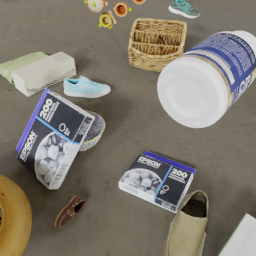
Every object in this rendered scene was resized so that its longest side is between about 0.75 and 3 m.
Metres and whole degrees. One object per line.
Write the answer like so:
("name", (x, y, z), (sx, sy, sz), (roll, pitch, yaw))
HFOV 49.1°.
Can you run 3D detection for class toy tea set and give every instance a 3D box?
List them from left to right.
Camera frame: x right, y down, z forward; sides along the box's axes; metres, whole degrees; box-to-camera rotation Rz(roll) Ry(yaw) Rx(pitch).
("toy tea set", (-0.256, -2.627, 5.831), (1.306, 0.777, 0.483), (-24, 25, 27))

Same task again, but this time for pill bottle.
("pill bottle", (1.657, -1.053, 5.251), (1.251, 1.251, 2.253), (27, 46, 28))

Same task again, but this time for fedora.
("fedora", (-3.080, 2.031, 4.874), (2.861, 1.167, 2.861), (1, 41, -1))

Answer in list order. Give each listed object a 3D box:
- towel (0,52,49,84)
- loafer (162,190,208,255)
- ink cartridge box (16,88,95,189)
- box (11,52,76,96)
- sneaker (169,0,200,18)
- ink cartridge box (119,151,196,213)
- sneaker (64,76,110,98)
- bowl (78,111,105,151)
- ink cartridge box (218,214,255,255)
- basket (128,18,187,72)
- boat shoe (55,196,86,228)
("towel", (-3.825, -2.351, 10.673), (2.026, 0.370, 1.503), (-33, 49, -32))
("loafer", (1.135, 1.947, 5.395), (0.719, 0.638, 1.892), (12, 42, 14))
("ink cartridge box", (-1.961, 0.151, 6.793), (1.926, 1.908, 0.418), (30, 6, 31))
("box", (-2.926, -1.951, 9.933), (2.088, 0.714, 0.858), (-33, 50, -32))
("sneaker", (2.054, -4.310, 10.014), (1.143, 0.521, 0.443), (16, 47, 1))
("ink cartridge box", (0.748, 1.123, 6.633), (1.428, 0.313, 1.441), (18, 43, 21))
("sneaker", (-1.386, -1.413, 9.354), (1.575, 0.645, 0.582), (-2, 41, -2))
("bowl", (-1.271, 0.187, 7.461), (1.369, 0.643, 1.369), (-1, 39, 1))
("ink cartridge box", (2.680, 2.693, 4.427), (2.526, 0.749, 1.312), (30, 49, 31))
("basket", (1.083, -3.169, 10.722), (2.094, 1.560, 1.495), (11, 41, 11))
("boat shoe", (-1.196, 1.761, 5.887), (0.288, 0.289, 0.820), (15, 42, 21))
